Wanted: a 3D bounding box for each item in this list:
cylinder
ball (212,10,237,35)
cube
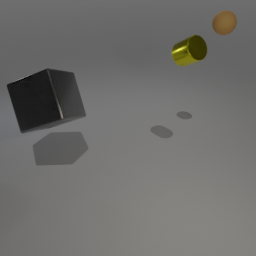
[{"bbox_3d":[1.677,-2.099,7.675,0.700,0.700,0.700,-17,6,-27],"label":"cylinder"},{"bbox_3d":[2.882,-3.145,8.372,0.700,0.700,0.700,0,30,0],"label":"ball"},{"bbox_3d":[-2.257,-0.757,7.958,1.400,1.400,1.400,-16,2,18],"label":"cube"}]
